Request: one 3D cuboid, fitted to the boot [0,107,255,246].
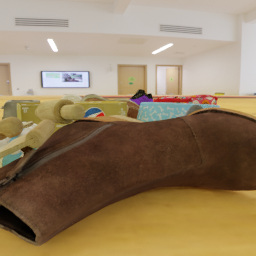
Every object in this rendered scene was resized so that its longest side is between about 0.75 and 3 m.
[{"bbox_3d":[0.062,0.528,2.932,2.858,1.034,2.378,8,23,36],"label":"boot"}]

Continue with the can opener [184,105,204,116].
[{"bbox_3d":[1.688,-0.095,5.970,0.693,0.869,2.600,39,29,20],"label":"can opener"}]

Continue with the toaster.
[{"bbox_3d":[-3.536,-0.521,9.482,1.395,0.828,1.261,-3,10,-20],"label":"toaster"}]

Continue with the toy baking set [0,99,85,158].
[{"bbox_3d":[-1.760,0.057,3.570,2.058,0.312,2.682,-22,14,-24],"label":"toy baking set"}]

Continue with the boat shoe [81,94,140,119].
[{"bbox_3d":[-0.481,-0.515,9.815,2.436,0.922,0.874,4,32,-29],"label":"boat shoe"}]

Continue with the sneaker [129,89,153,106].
[{"bbox_3d":[0.544,-1.734,16.670,2.331,1.159,0.810,-5,10,-36],"label":"sneaker"}]

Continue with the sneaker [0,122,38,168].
[{"bbox_3d":[-1.732,0.330,4.628,0.674,0.638,1.668,7,16,3],"label":"sneaker"}]

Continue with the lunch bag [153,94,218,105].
[{"bbox_3d":[2.245,-0.825,11.432,2.399,0.983,2.113,-5,5,-36],"label":"lunch bag"}]

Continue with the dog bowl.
[{"bbox_3d":[1.530,-0.368,8.146,2.764,0.685,1.541,1,4,-25],"label":"dog bowl"}]

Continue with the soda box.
[{"bbox_3d":[-1.421,-0.247,7.381,2.740,0.877,0.928,-3,10,-26],"label":"soda box"}]

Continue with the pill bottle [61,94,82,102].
[{"bbox_3d":[-2.211,-0.863,11.246,0.997,0.997,1.795,-1,7,-8],"label":"pill bottle"}]
